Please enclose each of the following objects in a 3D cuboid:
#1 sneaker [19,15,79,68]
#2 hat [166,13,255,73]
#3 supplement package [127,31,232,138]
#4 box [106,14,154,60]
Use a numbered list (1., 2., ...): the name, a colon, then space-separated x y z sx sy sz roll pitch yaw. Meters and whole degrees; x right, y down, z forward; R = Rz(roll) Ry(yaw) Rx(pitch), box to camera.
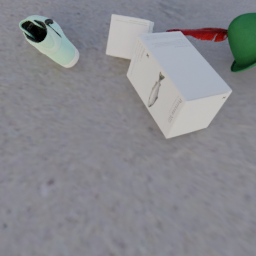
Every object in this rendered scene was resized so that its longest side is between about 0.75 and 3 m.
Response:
1. sneaker: -2.918 -3.269 9.123 1.080 1.730 2.934 -49 61 4
2. hat: 3.329 -3.303 8.488 2.496 2.349 2.836 46 62 -9
3. supplement package: 1.306 -1.304 7.995 1.556 1.551 2.653 -13 56 -26
4. box: 0.078 -2.937 9.157 1.270 1.276 1.093 13 21 7
